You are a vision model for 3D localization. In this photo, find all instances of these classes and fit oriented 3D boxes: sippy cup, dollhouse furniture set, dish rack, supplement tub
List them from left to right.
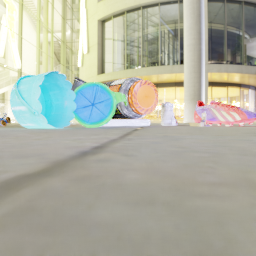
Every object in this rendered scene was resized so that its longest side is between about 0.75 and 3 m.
[{"bbox_3d":[-1.283,-0.972,10.126,1.733,0.616,2.260,29,-8,-8],"label":"dish rack"},{"bbox_3d":[-0.933,-0.557,8.135,1.659,1.302,1.215,18,-8,5],"label":"sippy cup"},{"bbox_3d":[-0.122,-1.192,11.615,1.662,1.662,2.714,-1,3,-37],"label":"supplement tub"},{"bbox_3d":[2.617,-0.345,10.665,0.629,0.563,0.793,-1,2,-43],"label":"dollhouse furniture set"}]

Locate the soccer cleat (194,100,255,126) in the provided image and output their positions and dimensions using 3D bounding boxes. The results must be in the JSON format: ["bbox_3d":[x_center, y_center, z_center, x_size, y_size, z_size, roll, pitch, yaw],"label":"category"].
[{"bbox_3d":[3.745,-0.629,11.122,0.969,1.111,2.905,-1,1,-29],"label":"soccer cleat"}]

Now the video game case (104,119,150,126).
[{"bbox_3d":[-0.595,-0.216,11.669,2.488,0.291,2.262,-1,2,-14],"label":"video game case"}]

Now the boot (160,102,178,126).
[{"bbox_3d":[1.927,-0.666,13.033,0.843,1.095,2.292,0,1,7],"label":"boot"}]

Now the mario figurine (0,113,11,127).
[{"bbox_3d":[-4.814,-0.329,10.200,1.046,0.554,0.646,4,-3,26],"label":"mario figurine"}]

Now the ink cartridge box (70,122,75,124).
[{"bbox_3d":[-3.259,-0.263,11.493,1.915,0.480,1.553,19,2,5],"label":"ink cartridge box"}]

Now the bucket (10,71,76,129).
[{"bbox_3d":[-2.098,-0.662,6.979,0.988,1.518,1.518,-4,0,21],"label":"bucket"}]
